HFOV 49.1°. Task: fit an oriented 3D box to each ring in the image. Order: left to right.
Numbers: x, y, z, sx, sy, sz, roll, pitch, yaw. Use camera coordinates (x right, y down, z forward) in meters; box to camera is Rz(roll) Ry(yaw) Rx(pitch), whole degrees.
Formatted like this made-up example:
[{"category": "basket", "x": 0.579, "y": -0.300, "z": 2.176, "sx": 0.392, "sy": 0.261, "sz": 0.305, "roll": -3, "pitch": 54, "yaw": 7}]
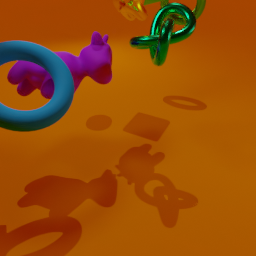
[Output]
[{"category": "ring", "x": -1.577, "y": -0.660, "z": 4.233, "sx": 1.529, "sy": 0.306, "sz": 1.529, "roll": 9, "pitch": 64, "yaw": -19}, {"category": "ring", "x": 1.648, "y": -3.822, "z": 8.458, "sx": 1.396, "sy": 1.396, "sz": 0.279, "roll": 11, "pitch": 38, "yaw": 17}]

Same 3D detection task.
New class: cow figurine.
[{"category": "cow figurine", "x": -1.162, "y": -1.168, "z": 5.288, "sx": 1.701, "sy": 0.934, "sz": 1.674, "roll": 23, "pitch": 69, "yaw": 14}, {"category": "cow figurine", "x": 0.015, "y": -3.189, "z": 5.783, "sx": 0.841, "sy": 1.532, "sz": 1.507, "roll": 22, "pitch": -3, "yaw": 44}]

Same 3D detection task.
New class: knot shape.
[{"category": "knot shape", "x": 0.551, "y": -1.664, "z": 5.117, "sx": 1.177, "sy": 0.581, "sz": 1.258, "roll": -4, "pitch": 50, "yaw": 51}]

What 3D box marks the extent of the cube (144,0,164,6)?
[{"category": "cube", "x": 0.376, "y": -3.849, "z": 7.202, "sx": 0.990, "sy": 0.990, "sz": 0.990, "roll": -1, "pitch": 2, "yaw": 29}]
